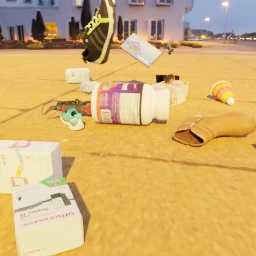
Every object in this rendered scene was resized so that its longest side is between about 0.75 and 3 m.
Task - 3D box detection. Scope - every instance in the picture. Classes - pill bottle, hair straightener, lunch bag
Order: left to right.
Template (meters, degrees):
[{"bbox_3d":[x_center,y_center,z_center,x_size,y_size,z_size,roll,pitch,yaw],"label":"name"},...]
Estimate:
[{"bbox_3d":[-1.940,-0.767,10.713,2.783,0.569,1.071,-8,20,-29],"label":"hair straightener"},{"bbox_3d":[-3.222,-3.359,17.938,1.593,0.766,1.986,-6,20,-10],"label":"lunch bag"},{"bbox_3d":[-1.884,-2.176,14.985,1.113,0.525,1.389,-8,20,-28],"label":"lunch bag"},{"bbox_3d":[0.131,-0.832,9.758,2.572,1.433,1.433,3,20,9],"label":"pill bottle"}]

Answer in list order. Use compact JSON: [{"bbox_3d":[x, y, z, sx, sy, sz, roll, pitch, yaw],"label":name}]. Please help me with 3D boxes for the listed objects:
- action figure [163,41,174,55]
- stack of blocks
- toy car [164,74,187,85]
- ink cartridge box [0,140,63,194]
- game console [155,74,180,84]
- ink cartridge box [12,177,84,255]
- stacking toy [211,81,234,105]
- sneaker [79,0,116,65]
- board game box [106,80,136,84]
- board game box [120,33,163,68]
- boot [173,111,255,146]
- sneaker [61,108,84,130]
[{"bbox_3d":[1.789,-3.532,12.361,0.340,0.638,0.981,-33,14,19],"label":"action figure"},{"bbox_3d":[2.024,-1.699,13.249,1.458,0.742,2.532,12,22,31],"label":"stack of blocks"},{"bbox_3d":[2.209,-2.117,13.100,1.092,0.363,0.535,37,83,34],"label":"toy car"},{"bbox_3d":[-2.113,0.816,5.755,1.378,0.996,0.583,2,20,6],"label":"ink cartridge box"},{"bbox_3d":[2.350,-2.779,16.261,1.360,0.791,1.196,6,21,15],"label":"game console"},{"bbox_3d":[-1.367,1.436,4.656,0.980,0.555,1.337,-8,21,-23],"label":"ink cartridge box"},{"bbox_3d":[4.441,-1.470,12.755,0.969,0.969,1.326,-2,36,-7],"label":"stacking toy"},{"bbox_3d":[-1.100,-3.186,9.496,1.086,2.623,0.941,0,48,-16],"label":"sneaker"},{"bbox_3d":[-0.415,-2.600,16.626,1.488,0.210,1.007,14,24,35],"label":"board game box"},{"bbox_3d":[0.625,-3.754,13.516,0.995,0.188,1.932,-45,67,-7],"label":"board game box"},{"bbox_3d":[2.554,0.086,8.228,2.181,0.804,1.687,-1,15,35],"label":"boot"},{"bbox_3d":[-1.924,-0.409,9.809,0.602,0.619,1.554,-12,22,-30],"label":"sneaker"}]
